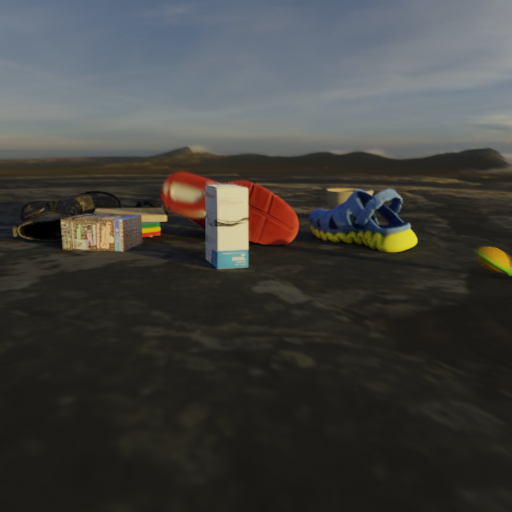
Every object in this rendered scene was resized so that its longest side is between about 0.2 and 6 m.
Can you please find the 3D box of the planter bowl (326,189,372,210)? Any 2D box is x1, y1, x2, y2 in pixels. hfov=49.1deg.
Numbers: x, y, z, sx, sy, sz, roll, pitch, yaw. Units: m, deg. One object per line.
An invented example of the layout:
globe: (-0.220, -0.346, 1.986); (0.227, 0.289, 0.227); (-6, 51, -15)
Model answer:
planter bowl: (2.567, -1.398, 15.474); (1.259, 0.847, 1.259); (-1, 11, 0)

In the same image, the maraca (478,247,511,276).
maraca: (3.677, 0.104, 8.529); (0.652, 0.349, 0.447); (40, 31, 20)

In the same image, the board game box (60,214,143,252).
board game box: (-3.064, -0.481, 11.197); (1.265, 0.613, 1.009); (1, 11, 12)

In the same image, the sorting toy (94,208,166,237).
sorting toy: (-2.876, -0.741, 12.776); (1.558, 0.545, 1.567); (-2, 11, -13)

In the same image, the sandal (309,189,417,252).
sandal: (2.147, -0.832, 11.579); (1.068, 1.170, 2.687); (-17, 17, -36)

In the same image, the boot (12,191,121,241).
boot: (-4.199, -0.819, 12.813); (2.611, 0.904, 2.273); (-11, 18, -23)

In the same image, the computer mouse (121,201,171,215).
computer mouse: (-4.033, -1.322, 16.401); (3.024, 0.515, 0.886); (3, -14, -7)

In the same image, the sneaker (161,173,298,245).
sneaker: (-0.438, -0.948, 12.294); (3.020, 1.183, 1.745); (23, -3, 12)

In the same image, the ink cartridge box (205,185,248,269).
ink cartridge box: (-0.512, -0.524, 9.468); (0.563, 1.338, 0.967); (-3, 11, -16)
